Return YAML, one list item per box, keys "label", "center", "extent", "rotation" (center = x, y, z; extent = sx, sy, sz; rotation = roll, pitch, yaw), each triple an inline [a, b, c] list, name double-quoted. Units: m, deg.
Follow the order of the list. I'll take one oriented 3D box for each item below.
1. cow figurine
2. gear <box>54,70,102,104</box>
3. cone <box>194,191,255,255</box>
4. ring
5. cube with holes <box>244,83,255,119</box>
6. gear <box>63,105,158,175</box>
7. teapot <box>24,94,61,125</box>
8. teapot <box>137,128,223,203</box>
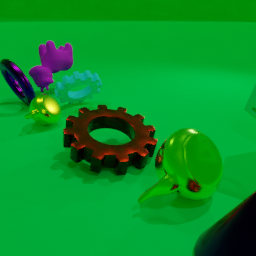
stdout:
- label: "cow figurine"
  center: [-2.656, -2.171, 9.960]
  extent: [0.959, 1.719, 1.747]
  rotation: [-5, 3, 43]
- label: "gear"
  center: [-1.475, -1.188, 8.385]
  extent: [1.384, 1.384, 0.256]
  rotation: [-11, 68, -25]
- label: "cone"
  center: [1.321, 1.072, 3.036]
  extent: [1.059, 1.063, 1.059]
  rotation: [1, 26, 0]
- label: "ring"
  center: [-3.320, -1.370, 8.438]
  extent: [0.308, 1.540, 1.540]
  rotation: [-40, 40, -25]
- label: "cube with holes"
  center: [3.126, -0.601, 4.898]
  extent: [1.286, 1.286, 1.286]
  rotation: [-36, 64, -10]
- label: "gear"
  center: [-0.352, 0.160, 5.616]
  extent: [1.832, 0.339, 1.832]
  rotation: [8, 35, -5]
- label: "teapot"
  center: [-2.139, -0.436, 7.200]
  extent: [0.657, 0.834, 1.342]
  rotation: [-31, 0, 26]
- label: "teapot"
  center: [0.854, 0.615, 4.373]
  extent: [1.781, 1.107, 0.872]
  rotation: [-32, 2, -40]
